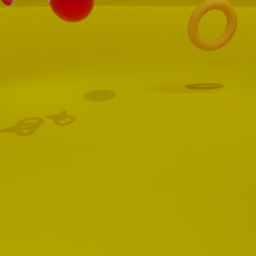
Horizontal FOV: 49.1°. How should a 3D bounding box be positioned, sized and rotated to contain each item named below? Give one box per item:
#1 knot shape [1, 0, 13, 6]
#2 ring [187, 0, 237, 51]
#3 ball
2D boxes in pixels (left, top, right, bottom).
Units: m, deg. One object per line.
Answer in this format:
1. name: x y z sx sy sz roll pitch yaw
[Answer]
1. knot shape: -2.467 -2.720 5.300 1.053 0.487 0.986 38 11 -5
2. ring: 2.713 -3.285 8.999 1.622 1.622 0.324 -3 31 -6
3. ball: -1.466 -3.380 7.274 1.198 1.198 1.198 0 26 0
